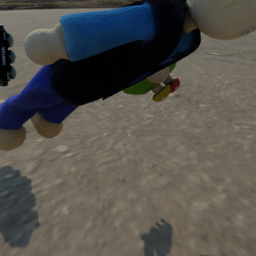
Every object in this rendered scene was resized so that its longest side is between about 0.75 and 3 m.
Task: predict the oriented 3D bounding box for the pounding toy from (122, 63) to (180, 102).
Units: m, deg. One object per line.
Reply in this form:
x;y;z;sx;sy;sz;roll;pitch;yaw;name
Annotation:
0.564;-0.810;4.444;1.141;0.686;1.478;-45;9;-18;pounding toy

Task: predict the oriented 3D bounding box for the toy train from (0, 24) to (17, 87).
-2.874;-1.594;6.191;0.759;1.333;0.568;16;22;41;toy train

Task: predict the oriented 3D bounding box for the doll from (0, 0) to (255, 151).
-0.095;-0.335;1.489;1.640;0.397;1.119;-23;-1;37;doll
